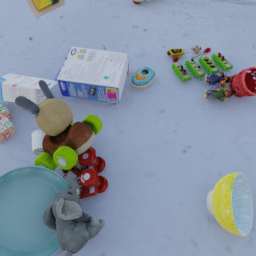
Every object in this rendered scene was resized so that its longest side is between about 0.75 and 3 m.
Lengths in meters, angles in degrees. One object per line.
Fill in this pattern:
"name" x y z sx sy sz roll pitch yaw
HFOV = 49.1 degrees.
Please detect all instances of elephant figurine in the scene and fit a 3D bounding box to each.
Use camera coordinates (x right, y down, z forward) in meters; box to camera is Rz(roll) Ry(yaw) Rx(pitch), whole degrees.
"elephant figurine" -1.829 2.552 8.428 1.480 1.622 2.091 -40 83 1

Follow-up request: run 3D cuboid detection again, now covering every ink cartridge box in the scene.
"ink cartridge box" -4.120 -1.561 11.493 2.314 0.785 1.332 10 26 7
"ink cartridge box" -1.590 -2.222 11.488 2.917 1.114 1.990 10 56 5

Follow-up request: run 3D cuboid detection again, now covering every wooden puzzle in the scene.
"wooden puzzle" -2.915 -4.540 9.595 1.192 0.222 1.103 -27 102 0

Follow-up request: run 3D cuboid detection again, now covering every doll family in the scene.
"doll family" 3.933 -1.805 11.934 1.257 0.853 2.175 0 57 17

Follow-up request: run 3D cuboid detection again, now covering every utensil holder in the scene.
"utensil holder" -3.253 0.558 10.475 0.651 0.651 0.767 -10 59 -7

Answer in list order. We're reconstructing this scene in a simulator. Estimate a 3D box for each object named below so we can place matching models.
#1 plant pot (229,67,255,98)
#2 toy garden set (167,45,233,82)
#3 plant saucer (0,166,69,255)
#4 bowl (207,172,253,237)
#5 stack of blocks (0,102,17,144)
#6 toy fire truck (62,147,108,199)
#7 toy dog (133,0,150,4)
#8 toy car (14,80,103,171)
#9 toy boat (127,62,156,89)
"plant pot" 4.908 -1.864 11.673 1.168 1.064 1.168 1 87 -18
"toy garden set" 3.212 -3.252 12.989 2.542 0.507 2.119 -17 51 -12
"plant saucer" -3.023 2.610 8.599 2.854 0.513 2.854 9 69 -23
"bowl" 3.121 2.360 8.831 1.028 1.910 1.910 -9 47 39
"stack of blocks" -5.228 -0.360 11.137 1.873 0.548 1.078 38 64 23
"toy fire truck" -1.608 1.584 9.656 1.518 1.014 1.808 -18 58 13
"toy dog" 0.907 -7.841 15.793 1.774 1.277 1.830 31 61 34
"toy car" -2.526 -0.196 9.348 2.086 2.644 2.172 -19 26 37
"toy boat" 0.390 -2.422 12.430 1.539 0.715 1.294 31 62 19
